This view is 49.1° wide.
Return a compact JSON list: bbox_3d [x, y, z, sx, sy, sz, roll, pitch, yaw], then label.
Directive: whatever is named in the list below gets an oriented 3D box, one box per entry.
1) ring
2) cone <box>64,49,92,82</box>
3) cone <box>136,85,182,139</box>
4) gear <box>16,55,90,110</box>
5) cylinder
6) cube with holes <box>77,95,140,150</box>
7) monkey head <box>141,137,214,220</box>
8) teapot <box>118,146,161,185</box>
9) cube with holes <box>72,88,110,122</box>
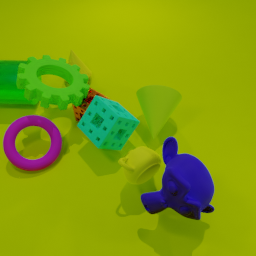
[{"bbox_3d":[-2.404,0.374,7.108,1.428,0.286,1.428,2,81,-15],"label":"ring"},{"bbox_3d":[-1.708,-2.084,8.985,0.926,0.929,0.926,-6,36,5],"label":"cone"},{"bbox_3d":[0.760,-0.294,7.517,1.262,1.262,1.266,7,71,6],"label":"cone"},{"bbox_3d":[-1.961,-1.248,7.446,1.834,0.339,1.834,15,43,-14],"label":"gear"},{"bbox_3d":[-3.378,-1.344,8.272,1.294,1.294,1.294,1,51,1],"label":"cylinder"},{"bbox_3d":[-0.499,-0.108,7.201,0.945,0.945,0.945,43,107,30],"label":"cube with holes"},{"bbox_3d":[1.021,1.223,5.778,1.382,1.921,1.158,-25,9,32],"label":"monkey head"},{"bbox_3d":[0.288,0.804,6.428,0.729,0.926,1.489,50,23,28],"label":"teapot"},{"bbox_3d":[-1.017,-0.524,7.959,0.750,0.750,0.750,30,57,22],"label":"cube with holes"}]
